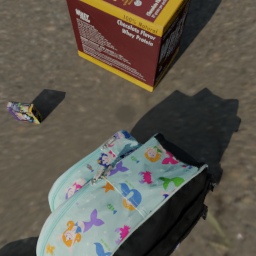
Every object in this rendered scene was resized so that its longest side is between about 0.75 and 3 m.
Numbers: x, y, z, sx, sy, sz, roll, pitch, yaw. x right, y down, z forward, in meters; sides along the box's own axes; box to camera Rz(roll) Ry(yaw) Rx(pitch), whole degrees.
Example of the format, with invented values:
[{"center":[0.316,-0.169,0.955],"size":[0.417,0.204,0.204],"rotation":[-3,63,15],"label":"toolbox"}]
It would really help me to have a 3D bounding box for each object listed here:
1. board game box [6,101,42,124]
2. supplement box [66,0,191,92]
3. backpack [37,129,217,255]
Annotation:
[{"center":[-2.602,-0.384,7.076],"size":[0.644,0.779,0.221],"rotation":[7,68,4],"label":"board game box"},{"center":[0.042,-2.686,7.089],"size":[2.490,2.524,1.676],"rotation":[28,70,11],"label":"supplement box"},{"center":[-0.138,1.678,4.994],"size":[2.226,2.625,2.957],"rotation":[30,56,26],"label":"backpack"}]
